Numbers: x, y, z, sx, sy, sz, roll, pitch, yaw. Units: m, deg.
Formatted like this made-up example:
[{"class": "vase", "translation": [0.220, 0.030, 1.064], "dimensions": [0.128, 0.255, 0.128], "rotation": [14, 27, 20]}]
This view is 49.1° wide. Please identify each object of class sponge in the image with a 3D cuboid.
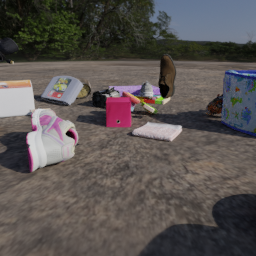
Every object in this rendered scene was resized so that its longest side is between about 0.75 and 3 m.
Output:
[{"class": "sponge", "translation": [0.417, -2.365, 17.706], "dimensions": [2.984, 0.445, 1.665], "rotation": [-5, 18, -15]}]

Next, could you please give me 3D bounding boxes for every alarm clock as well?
[{"class": "alarm clock", "translation": [-2.604, -2.207, 16.093], "dimensions": [1.800, 1.214, 0.599], "rotation": [29, 34, -37]}]

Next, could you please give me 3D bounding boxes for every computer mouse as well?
[{"class": "computer mouse", "translation": [-4.007, -2.437, 9.123], "dimensions": [1.415, 0.994, 0.326], "rotation": [12, 54, 31]}]

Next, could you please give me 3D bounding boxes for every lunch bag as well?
[{"class": "lunch bag", "translation": [4.642, -0.943, 10.226], "dimensions": [1.613, 2.152, 2.531], "rotation": [-18, 25, -40]}]

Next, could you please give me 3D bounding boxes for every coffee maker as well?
[{"class": "coffee maker", "translation": [-1.263, -1.538, 14.609], "dimensions": [1.301, 0.912, 1.354], "rotation": [-13, 6, 34]}]

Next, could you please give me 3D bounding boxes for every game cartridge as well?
[{"class": "game cartridge", "translation": [-3.601, -2.100, 15.269], "dimensions": [2.412, 0.493, 1.606], "rotation": [13, 64, 36]}]

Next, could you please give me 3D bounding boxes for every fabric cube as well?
[{"class": "fabric cube", "translation": [-0.364, -0.653, 11.267], "dimensions": [0.998, 1.014, 1.017], "rotation": [1, 18, 0]}]

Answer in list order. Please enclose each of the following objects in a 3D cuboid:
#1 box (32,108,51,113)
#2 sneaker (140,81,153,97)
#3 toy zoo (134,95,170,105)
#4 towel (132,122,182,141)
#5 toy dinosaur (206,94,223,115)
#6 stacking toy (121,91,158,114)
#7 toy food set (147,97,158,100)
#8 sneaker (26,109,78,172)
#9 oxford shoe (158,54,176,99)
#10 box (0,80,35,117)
[{"class": "box", "translation": [-3.842, -0.665, 12.455], "dimensions": [0.810, 0.315, 0.385], "rotation": [-7, 19, -20]}, {"class": "sneaker", "translation": [1.112, -2.272, 15.922], "dimensions": [0.774, 0.849, 2.070], "rotation": [-1, 13, -4]}, {"class": "toy zoo", "translation": [1.201, -1.645, 15.784], "dimensions": [2.086, 0.213, 1.368], "rotation": [7, 19, 22]}, {"class": "towel", "translation": [1.093, 0.102, 10.145], "dimensions": [1.456, 0.235, 1.390], "rotation": [8, 19, 26]}, {"class": "toy dinosaur", "translation": [4.468, -1.142, 11.774], "dimensions": [1.743, 1.312, 2.568], "rotation": [7, -7, -26]}, {"class": "stacking toy", "translation": [0.358, -0.874, 12.573], "dimensions": [1.745, 0.814, 1.928], "rotation": [32, 9, 7]}, {"class": "toy food set", "translation": [1.366, -1.615, 15.211], "dimensions": [0.489, 0.121, 0.769], "rotation": [10, 13, 38]}, {"class": "sneaker", "translation": [-2.146, 0.269, 8.240], "dimensions": [1.311, 1.209, 2.972], "rotation": [-3, 26, -13]}, {"class": "oxford shoe", "translation": [0.915, -1.210, 6.687], "dimensions": [0.388, 1.066, 0.450], "rotation": [4, 21, 32]}, {"class": "box", "translation": [-5.487, -1.449, 13.308], "dimensions": [1.872, 1.307, 2.459], "rotation": [-7, 18, -20]}]
